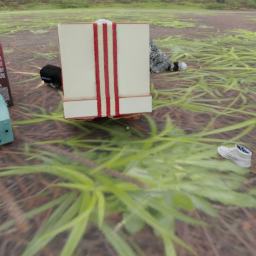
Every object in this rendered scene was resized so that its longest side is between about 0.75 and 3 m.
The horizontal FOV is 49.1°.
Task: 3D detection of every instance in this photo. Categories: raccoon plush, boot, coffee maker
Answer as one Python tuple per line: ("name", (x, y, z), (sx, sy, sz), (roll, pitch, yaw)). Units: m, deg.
("raccoon plush", (1.680, -3.632, 13.619), (2.328, 1.560, 1.126), (-6, 28, -11))
("boot", (2.615, 0.566, 6.860), (0.347, 0.450, 0.942), (-17, 32, -29))
("coffee maker", (-2.900, -2.216, 11.374), (1.201, 1.154, 0.809), (17, 23, 26))

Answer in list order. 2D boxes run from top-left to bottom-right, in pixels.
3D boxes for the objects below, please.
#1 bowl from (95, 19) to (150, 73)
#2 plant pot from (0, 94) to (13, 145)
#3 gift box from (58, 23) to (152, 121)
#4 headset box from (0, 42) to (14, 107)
("bowl", (-0.661, -2.591, 10.949), (1.326, 2.951, 2.951), (-46, 44, -13))
("plant pot", (-3.862, -0.205, 7.691), (1.160, 1.161, 1.643), (-21, 42, -34))
("gift box", (-0.676, -1.555, 8.138), (2.596, 2.627, 2.814), (-3, 14, -7))
("headset box", (-4.929, -2.068, 9.700), (0.920, 2.453, 1.823), (-21, 35, -35))
